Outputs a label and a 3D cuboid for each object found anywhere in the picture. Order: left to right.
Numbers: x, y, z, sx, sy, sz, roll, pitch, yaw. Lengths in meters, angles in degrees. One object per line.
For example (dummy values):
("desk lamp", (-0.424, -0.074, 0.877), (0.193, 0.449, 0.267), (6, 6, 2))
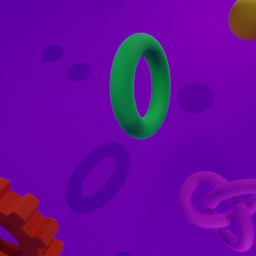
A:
("gear", (-2.015, 1.618, 4.384), (2.006, 2.006, 0.371), (19, 34, 8))
("ring", (0.320, -0.813, 5.624), (0.416, 2.080, 2.080), (5, 63, 31))
("knot shape", (1.530, 1.146, 4.217), (1.315, 1.231, 0.608), (48, 30, 3))
("ball", (3.129, -2.802, 7.075), (1.114, 1.114, 1.114), (0, 66, 0))
